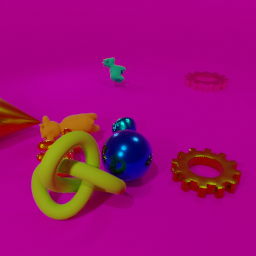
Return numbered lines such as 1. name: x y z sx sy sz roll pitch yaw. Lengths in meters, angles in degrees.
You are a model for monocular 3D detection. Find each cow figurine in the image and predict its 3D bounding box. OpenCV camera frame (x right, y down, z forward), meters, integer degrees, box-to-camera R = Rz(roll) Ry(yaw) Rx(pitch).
1. cow figurine: -1.540 -0.022 7.295 1.351 0.742 1.330 -13 -2 21
2. cow figurine: -0.593 -2.310 11.166 0.940 0.524 0.955 13 69 -16
3. cow figurine: -1.454 0.584 6.619 1.315 0.734 1.337 -6 44 -28

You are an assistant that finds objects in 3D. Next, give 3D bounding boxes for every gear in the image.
1. gear: 3.183 -1.911 11.462 1.728 0.320 1.728 0 29 0
2. gear: 1.740 0.972 6.347 1.500 0.277 1.500 0 29 0

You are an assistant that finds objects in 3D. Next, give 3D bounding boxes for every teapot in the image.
1. teapot: -0.091 0.056 7.573 1.122 0.698 0.549 17 31 -44

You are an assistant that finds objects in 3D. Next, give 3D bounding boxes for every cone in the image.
1. cone: -3.166 -0.221 7.570 1.622 1.616 1.616 5 25 -24

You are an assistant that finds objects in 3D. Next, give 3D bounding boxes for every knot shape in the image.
1. knot shape: -0.971 0.815 5.047 1.783 1.669 0.824 -9 38 -3

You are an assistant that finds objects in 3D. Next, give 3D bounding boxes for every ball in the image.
1. ball: -0.021 0.596 6.087 1.124 1.124 1.124 0 29 0
